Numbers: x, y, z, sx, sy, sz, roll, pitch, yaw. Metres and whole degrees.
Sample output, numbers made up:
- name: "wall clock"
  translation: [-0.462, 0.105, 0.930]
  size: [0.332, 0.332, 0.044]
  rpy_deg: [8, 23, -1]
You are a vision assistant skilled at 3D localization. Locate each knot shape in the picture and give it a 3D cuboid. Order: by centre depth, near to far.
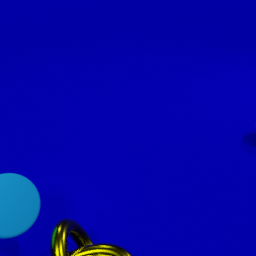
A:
- name: "knot shape"
  translation: [-0.734, 2.007, 3.791]
  size: [1.586, 0.733, 1.484]
  rpy_deg: [35, 27, 34]

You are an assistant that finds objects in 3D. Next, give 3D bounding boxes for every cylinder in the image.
- name: "cylinder"
  translation: [-1.938, 1.232, 4.291]
  size: [0.907, 0.907, 0.907]
  rpy_deg: [-36, 4, -43]
